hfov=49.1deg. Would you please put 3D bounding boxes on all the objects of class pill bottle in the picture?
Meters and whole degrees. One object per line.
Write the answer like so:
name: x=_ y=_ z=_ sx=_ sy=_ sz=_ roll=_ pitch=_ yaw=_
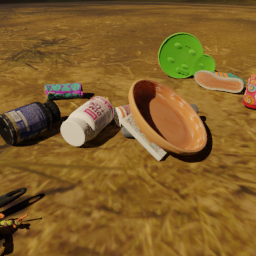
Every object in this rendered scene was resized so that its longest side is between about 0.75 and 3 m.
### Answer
pill bottle: x=-1.181 y=-0.212 z=8.347 sx=0.953 sy=0.953 sz=1.682 roll=12 pitch=32 yaw=20
pill bottle: x=0.123 y=-0.471 z=9.142 sx=1.085 sy=0.620 sz=0.620 roll=-15 pitch=33 yaw=-24
pill bottle: x=-2.919 y=-0.235 z=8.387 sx=0.953 sy=0.953 sz=1.705 roll=24 pitch=37 yaw=36

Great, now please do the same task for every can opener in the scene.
can opener: x=1.015 y=-0.157 z=8.784 sx=2.599 sy=0.693 sz=0.869 roll=-8 pitch=63 yaw=-14

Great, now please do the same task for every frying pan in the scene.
frying pan: x=-3.419 y=1.834 z=5.314 sx=1.597 sy=0.430 sz=2.640 roll=14 pitch=31 yaw=23

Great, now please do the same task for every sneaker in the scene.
sneaker: x=3.862 y=-1.980 z=11.779 sx=2.079 sy=0.742 sz=0.831 roll=21 pitch=29 yaw=26

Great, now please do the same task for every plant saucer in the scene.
plant saucer: x=1.044 y=-0.279 z=7.692 sx=2.569 sy=0.481 sz=2.569 roll=25 pitch=38 yaw=-22

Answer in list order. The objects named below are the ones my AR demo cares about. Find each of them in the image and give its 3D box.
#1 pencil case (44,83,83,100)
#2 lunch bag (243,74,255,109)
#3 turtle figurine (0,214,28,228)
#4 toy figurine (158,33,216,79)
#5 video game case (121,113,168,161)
pencil case: x=-2.461 y=-1.416 z=10.813 sx=1.425 sy=0.606 sz=0.659 roll=-4 pitch=21 yaw=-7
lunch bag: x=5.326 y=-1.300 z=10.356 sx=1.815 sy=0.844 sz=2.061 roll=14 pitch=33 yaw=23
turtle figurine: x=-2.467 y=1.908 z=5.167 sx=1.114 sy=0.359 sz=0.899 roll=-10 pitch=31 yaw=-1
toy figurine: x=2.795 y=-3.499 z=13.677 sx=2.684 sy=2.015 sz=2.471 roll=23 pitch=21 yaw=-3
video game case: x=0.691 y=0.052 z=7.893 sx=1.475 sy=0.169 sz=1.342 roll=45 pitch=43 yaw=7
